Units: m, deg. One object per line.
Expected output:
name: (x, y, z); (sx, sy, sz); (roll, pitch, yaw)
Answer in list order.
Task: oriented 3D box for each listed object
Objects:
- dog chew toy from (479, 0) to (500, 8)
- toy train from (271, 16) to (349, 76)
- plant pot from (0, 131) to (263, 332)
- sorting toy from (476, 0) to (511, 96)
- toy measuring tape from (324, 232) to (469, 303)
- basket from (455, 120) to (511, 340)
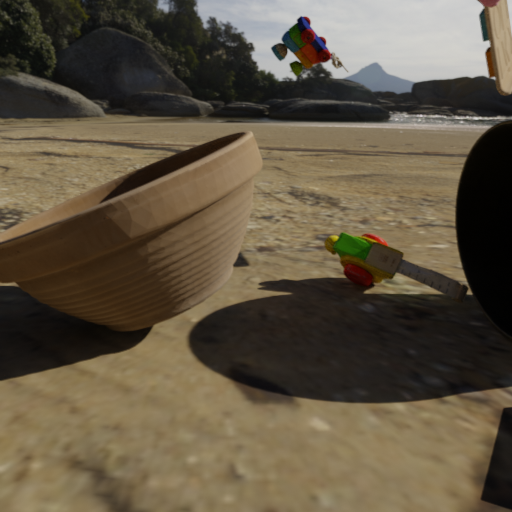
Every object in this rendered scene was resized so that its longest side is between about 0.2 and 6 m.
dog chew toy: (3.031, -3.651, 7.371); (0.460, 0.738, 0.460); (-22, 17, 7)
toy train: (1.014, -3.699, 10.594); (0.854, 1.475, 0.624); (-31, 43, 26)
plant pot: (-1.343, -0.165, 6.788); (3.394, 1.566, 3.394); (-21, 14, 6)
sorting toy: (4.036, -3.714, 9.386); (0.305, 1.674, 1.549); (-6, 33, 37)
toy measuring tape: (1.973, 0.219, 8.154); (2.134, 0.785, 0.785); (24, 25, 21)
basket: (4.665, -0.261, 6.804); (3.435, 2.336, 3.097); (3, 37, -7)
